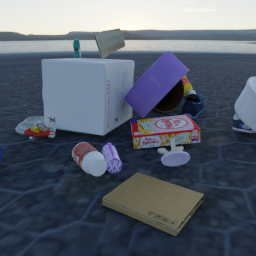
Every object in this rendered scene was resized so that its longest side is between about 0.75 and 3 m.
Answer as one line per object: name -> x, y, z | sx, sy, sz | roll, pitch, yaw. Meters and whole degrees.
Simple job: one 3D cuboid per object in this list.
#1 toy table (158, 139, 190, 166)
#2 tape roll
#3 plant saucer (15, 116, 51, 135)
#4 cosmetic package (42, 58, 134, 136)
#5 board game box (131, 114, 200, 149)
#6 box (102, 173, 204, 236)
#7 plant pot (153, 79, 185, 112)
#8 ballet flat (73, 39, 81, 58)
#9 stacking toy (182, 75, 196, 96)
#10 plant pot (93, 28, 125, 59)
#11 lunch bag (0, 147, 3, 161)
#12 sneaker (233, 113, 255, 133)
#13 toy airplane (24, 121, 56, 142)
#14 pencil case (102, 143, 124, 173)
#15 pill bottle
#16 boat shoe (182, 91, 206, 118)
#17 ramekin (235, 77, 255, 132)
toy table -> 1.255, 0.723, 7.750 | 0.805, 0.740, 0.471 | 6, 37, -19
tape roll -> 1.015, -1.545, 10.145 | 1.017, 2.393, 2.393 | 44, 28, 2
plant saucer -> -3.462, -0.152, 10.564 | 1.506, 0.378, 1.506 | 0, 19, 0
cosmetic package -> -1.374, -1.351, 10.597 | 2.426, 2.441, 2.917 | 8, 18, 19
board game box -> 1.181, 0.094, 9.428 | 2.107, 0.488, 1.596 | -6, 19, 0
box -> 0.564, 1.546, 6.092 | 1.761, 0.187, 1.440 | 13, 23, 33
plant pot -> 1.310, -1.781, 13.307 | 1.906, 1.906, 2.040 | -8, 11, -21
ballet flat -> -2.135, -3.334, 11.734 | 0.321, 0.896, 0.321 | 3, 38, -2
stacking toy -> 3.149, -2.172, 15.601 | 1.296, 1.296, 1.774 | -11, 42, -27
plant pot -> -0.632, -3.059, 9.893 | 0.934, 1.020, 1.020 | -20, 22, -4
lunch bag -> -4.036, 0.779, 7.331 | 1.175, 0.881, 1.382 | -1, 10, -11
sneaker -> 4.380, -0.246, 10.293 | 0.994, 0.728, 0.401 | 7, 21, 19
toy airplane -> -2.871, 0.061, 9.363 | 0.933, 0.658, 0.929 | -20, -16, 32
pencil case -> -0.461, 0.823, 7.710 | 0.459, 0.467, 1.093 | -8, 20, -12
pill bottle -> -1.010, 0.835, 7.420 | 0.626, 0.626, 1.117 | -11, 22, -28
boat shoe -> 3.017, -1.143, 12.597 | 1.055, 0.861, 2.507 | 5, 20, 12
ramekin -> 4.901, -0.648, 9.686 | 2.339, 1.140, 2.339 | 16, 38, -13
